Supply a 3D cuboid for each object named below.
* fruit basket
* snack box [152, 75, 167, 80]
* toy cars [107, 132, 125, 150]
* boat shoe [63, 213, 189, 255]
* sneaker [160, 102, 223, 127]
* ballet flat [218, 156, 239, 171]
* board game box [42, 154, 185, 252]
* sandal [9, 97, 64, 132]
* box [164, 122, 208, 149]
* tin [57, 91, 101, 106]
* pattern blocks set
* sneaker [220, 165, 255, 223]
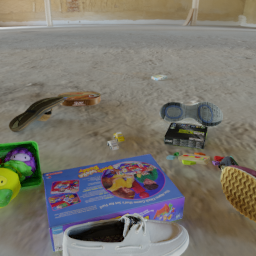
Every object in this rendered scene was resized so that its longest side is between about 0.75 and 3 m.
[{"bbox_3d":[-3.194,1.116,7.127,1.993,1.437,1.993,-4,8,1],"label":"fruit basket"},{"bbox_3d":[1.913,-3.088,17.095,0.828,0.154,0.481,-15,29,-28],"label":"snack box"},{"bbox_3d":[-0.415,0.393,9.712,0.510,0.252,1.137,7,27,16],"label":"toy cars"},{"bbox_3d":[-0.008,2.095,5.446,2.500,0.856,0.900,-2,26,-5],"label":"boat shoe"},{"bbox_3d":[2.453,-0.598,11.047,2.561,0.954,1.115,8,1,-5],"label":"sneaker"},{"bbox_3d":[2.942,1.357,7.432,0.601,0.601,1.644,-8,30,-16],"label":"ballet flat"},{"bbox_3d":[-0.441,1.604,6.698,2.926,0.655,1.967,-8,27,-17],"label":"board game box"},{"bbox_3d":[-3.559,-0.506,11.220,1.047,0.700,2.563,8,40,31],"label":"sandal"},{"bbox_3d":[2.073,0.245,9.934,1.380,0.328,1.332,8,24,18],"label":"box"},{"bbox_3d":[-2.306,-1.394,13.311,2.015,0.422,1.128,-2,30,-4],"label":"tin"},{"bbox_3d":[2.010,0.926,8.366,1.538,0.125,1.352,7,10,39],"label":"pattern blocks set"},{"bbox_3d":[3.501,1.675,6.333,1.270,1.057,2.820,-11,33,-40],"label":"sneaker"}]
